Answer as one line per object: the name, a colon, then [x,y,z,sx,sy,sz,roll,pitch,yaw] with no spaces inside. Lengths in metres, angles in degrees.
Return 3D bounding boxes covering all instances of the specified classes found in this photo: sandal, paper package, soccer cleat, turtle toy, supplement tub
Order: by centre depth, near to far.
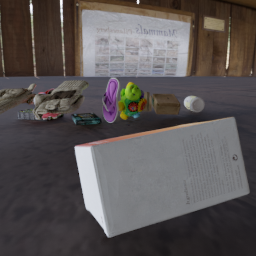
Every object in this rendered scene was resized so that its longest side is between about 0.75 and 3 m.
sandal: [-0.523,-0.781,7.859,0.517,1.270,0.312,10,9,28]
turtle toy: [0.158,-0.882,8.913,0.740,1.067,1.464,19,-20,23]
soccer cleat: [-2.316,-1.000,9.380,0.782,0.896,2.343,-3,20,11]
paper package: [1.364,-0.886,10.263,0.881,0.478,0.924,1,28,-7]
supplement tub: [2.588,-0.957,11.008,0.579,0.579,0.798,-3,13,-12]

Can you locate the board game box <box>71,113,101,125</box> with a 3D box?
board game box: [-1.379,-0.306,9.089,0.797,0.166,1.178,-4,14,-17]

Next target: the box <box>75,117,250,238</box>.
box: [0.289,0.441,3.128,1.532,0.815,1.166,-11,0,-18]

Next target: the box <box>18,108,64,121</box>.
box: [-2.986,-0.480,9.629,1.203,0.266,0.964,5,14,20]

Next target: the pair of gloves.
pair of gloves: [-2.680,-0.805,8.195,2.921,0.512,2.483,-4,24,3]

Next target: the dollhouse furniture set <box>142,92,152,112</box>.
dollhouse furniture set: [0.067,-0.991,10.581,1.480,0.722,1.262,2,4,17]
